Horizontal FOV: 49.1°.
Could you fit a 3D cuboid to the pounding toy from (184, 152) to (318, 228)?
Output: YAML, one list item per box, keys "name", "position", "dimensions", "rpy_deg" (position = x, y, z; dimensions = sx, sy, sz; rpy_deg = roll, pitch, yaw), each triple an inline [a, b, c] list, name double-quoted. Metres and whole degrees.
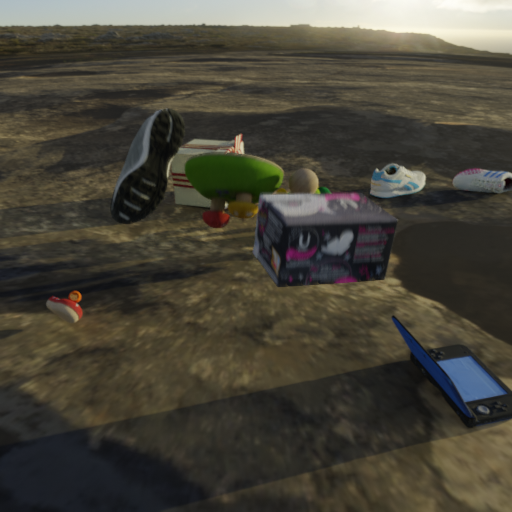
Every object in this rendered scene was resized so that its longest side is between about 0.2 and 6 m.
- name: "pounding toy"
  position: [-0.202, -1.113, 10.905]
  dimensions: [2.495, 1.158, 1.926]
  rpy_deg: [7, -9, -10]

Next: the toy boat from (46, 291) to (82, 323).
- name: "toy boat"
  position: [-3.008, 0.774, 8.992]
  dimensions: [0.729, 0.476, 0.477]
  rpy_deg: [7, 55, 54]

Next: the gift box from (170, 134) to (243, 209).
- name: "gift box"
  position: [-1.058, -2.202, 14.261]
  dimensions: [1.624, 1.605, 1.739]
  rpy_deg: [9, 34, 21]

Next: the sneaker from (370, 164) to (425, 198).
- name: "sneaker"
  position: [3.854, -2.072, 14.950]
  dimensions: [1.871, 0.756, 0.716]
  rpy_deg: [-17, 29, -32]

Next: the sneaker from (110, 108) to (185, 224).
- name: "sneaker"
  position: [-2.425, -1.918, 12.251]
  dimensions: [0.987, 2.670, 1.059]
  rpy_deg: [29, -10, -34]

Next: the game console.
- name: "game console"
  position: [2.711, 1.441, 7.569]
  dimensions: [1.322, 0.916, 1.549]
  rpy_deg: [-7, 28, -13]

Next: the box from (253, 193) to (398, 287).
- name: "box"
  position: [0.982, -0.297, 8.300]
  dimensions: [1.770, 1.015, 1.169]
  rpy_deg: [-2, 28, -20]

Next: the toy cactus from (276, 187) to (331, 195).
- name: "toy cactus"
  position: [1.629, -0.937, 12.511]
  dimensions: [2.121, 1.315, 2.571]
  rpy_deg: [11, 19, -20]

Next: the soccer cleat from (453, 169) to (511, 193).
- name: "soccer cleat"
  position: [6.155, -1.972, 14.928]
  dimensions: [1.699, 0.593, 0.733]
  rpy_deg: [-3, 29, -4]
